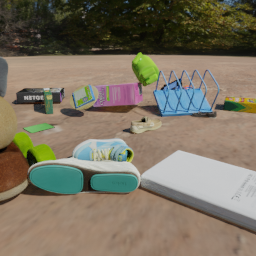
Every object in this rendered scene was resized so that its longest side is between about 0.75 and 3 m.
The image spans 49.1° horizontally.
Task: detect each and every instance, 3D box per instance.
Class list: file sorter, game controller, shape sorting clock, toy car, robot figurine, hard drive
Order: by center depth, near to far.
[{"bbox_3d":[-3.192,-0.018,6.066,2.358,2.870,2.265,-23,29,-39],"label":"toy car"},{"bbox_3d":[2.015,1.291,6.383,2.895,0.380,1.909,14,23,35],"label":"hard drive"},{"bbox_3d":[-1.915,-1.334,12.246,1.350,0.265,1.350,-11,57,18],"label":"shape sorting clock"},{"bbox_3d":[2.557,-1.647,12.514,2.397,1.471,1.664,-4,47,-10],"label":"file sorter"},{"bbox_3d":[0.817,-2.812,13.477,1.073,1.628,1.855,-30,42,6],"label":"robot figurine"},{"bbox_3d":[2.445,-2.248,15.931,1.377,0.556,2.640,-35,12,20],"label":"game controller"}]

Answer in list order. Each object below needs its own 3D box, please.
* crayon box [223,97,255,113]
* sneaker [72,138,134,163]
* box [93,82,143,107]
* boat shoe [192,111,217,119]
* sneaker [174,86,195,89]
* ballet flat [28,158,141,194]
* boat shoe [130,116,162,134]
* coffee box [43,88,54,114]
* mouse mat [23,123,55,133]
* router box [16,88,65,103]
[{"bbox_3d":[5.576,-1.105,13.362,1.866,0.474,1.184,7,20,20],"label":"crayon box"},{"bbox_3d":[-0.608,0.721,7.664,1.675,0.666,1.093,-11,20,-27],"label":"sneaker"},{"bbox_3d":[-0.453,-1.614,13.378,2.010,0.972,1.768,-3,10,15],"label":"box"},{"bbox_3d":[3.333,-0.625,12.200,1.052,0.300,0.352,6,20,18],"label":"boat shoe"},{"bbox_3d":[3.037,-1.668,14.380,1.009,0.969,2.573,18,28,31],"label":"sneaker"},{"bbox_3d":[-0.961,1.047,6.438,2.474,0.859,0.859,4,18,-7],"label":"ballet flat"},{"bbox_3d":[0.708,-0.179,10.579,1.507,0.490,0.544,-14,23,-36],"label":"boat shoe"},{"bbox_3d":[-3.769,-1.297,13.186,0.341,0.955,1.553,-6,21,-18],"label":"coffee box"},{"bbox_3d":[-3.435,-0.007,10.799,0.993,0.037,0.799,-18,26,-40],"label":"mouse mat"},{"bbox_3d":[-4.645,-1.779,15.088,2.257,0.576,1.683,-1,16,-5],"label":"router box"}]
